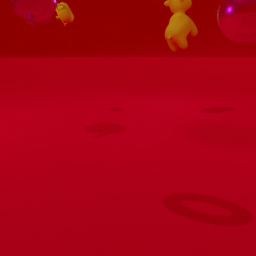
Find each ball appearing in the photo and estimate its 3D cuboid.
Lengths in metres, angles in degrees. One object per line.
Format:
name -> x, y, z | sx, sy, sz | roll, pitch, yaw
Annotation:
ball -> 2.598, -2.503, 6.137 | 1.219, 1.219, 1.219 | 0, 16, 0

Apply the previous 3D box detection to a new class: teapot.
teapot -> -2.433, -3.106, 7.095 | 1.152, 0.907, 1.853 | 11, 3, 5
teapot -> -2.227, -3.930, 9.725 | 0.542, 0.688, 1.106 | -31, -15, -2

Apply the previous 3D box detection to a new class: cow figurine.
cow figurine -> 1.704, -3.703, 9.638 | 0.912, 1.634, 1.661 | 0, 47, 50
